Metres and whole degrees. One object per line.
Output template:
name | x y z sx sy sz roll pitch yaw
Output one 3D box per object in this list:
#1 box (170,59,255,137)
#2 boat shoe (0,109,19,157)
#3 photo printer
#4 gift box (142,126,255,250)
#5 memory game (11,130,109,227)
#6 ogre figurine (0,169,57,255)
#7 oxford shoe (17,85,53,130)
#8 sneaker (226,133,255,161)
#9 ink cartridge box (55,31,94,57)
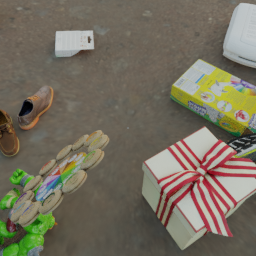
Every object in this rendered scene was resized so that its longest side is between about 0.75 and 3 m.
box | 2.943 -0.906 8.625 2.841 0.687 1.667 34 61 24
boat shoe | -3.527 0.117 7.993 0.561 0.526 1.557 -20 58 -13
photo printer | 4.684 -3.222 10.044 2.244 0.937 2.697 18 58 11
gift box | 1.631 1.389 6.218 1.979 2.003 2.145 -33 60 -20
memory game | -1.253 0.817 5.138 0.143 2.253 2.253 50 61 -19
ogre figurine | -2.361 2.058 6.366 1.286 1.052 2.145 2 43 16
oxford shoe | -2.798 -0.758 8.545 0.598 0.611 1.677 14 56 9
sneaker | 3.617 0.633 7.379 2.539 1.027 0.938 -20 12 7
ink cartridge box | -1.975 -3.147 10.400 1.392 0.349 1.120 -3 55 -7
